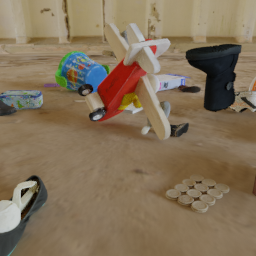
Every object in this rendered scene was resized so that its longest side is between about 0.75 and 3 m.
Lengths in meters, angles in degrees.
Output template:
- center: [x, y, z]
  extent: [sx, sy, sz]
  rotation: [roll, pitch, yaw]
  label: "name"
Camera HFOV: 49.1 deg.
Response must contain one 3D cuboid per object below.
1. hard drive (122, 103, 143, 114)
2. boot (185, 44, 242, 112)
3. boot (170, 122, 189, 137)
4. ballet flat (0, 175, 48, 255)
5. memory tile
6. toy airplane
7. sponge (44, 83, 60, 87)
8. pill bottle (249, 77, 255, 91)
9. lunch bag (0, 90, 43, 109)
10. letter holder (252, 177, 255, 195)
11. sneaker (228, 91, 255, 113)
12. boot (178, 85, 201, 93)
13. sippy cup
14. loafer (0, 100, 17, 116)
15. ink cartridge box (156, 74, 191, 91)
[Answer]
- center: [0.138, -0.714, 10.016]
  extent: [0.684, 0.136, 1.037]
  rotation: [11, 20, 29]
  label: "hard drive"
- center: [2.516, -1.384, 8.222]
  extent: [2.321, 1.950, 0.886]
  rotation: [-20, 29, -39]
  label: "boot"
- center: [1.268, -0.005, 7.624]
  extent: [0.596, 0.290, 0.791]
  rotation: [13, 28, 33]
  label: "boot"
- center: [-1.565, 1.116, 3.758]
  extent: [0.535, 0.538, 1.572]
  rotation: [3, 19, 5]
  label: "ballet flat"
- center: [1.159, 1.062, 4.664]
  extent: [0.751, 0.082, 0.980]
  rotation: [17, 25, 41]
  label: "memory tile"
- center: [0.196, -1.348, 7.554]
  extent: [2.024, 2.868, 2.856]
  rotation: [-5, 16, -44]
  label: "toy airplane"
- center: [-4.012, -2.263, 14.771]
  extent: [0.816, 0.122, 0.455]
  rotation: [-6, 20, -16]
  label: "sponge"
- center: [5.381, -1.133, 9.614]
  extent: [1.181, 1.181, 2.090]
  rotation: [-16, 25, -40]
  label: "pill bottle"
- center: [-3.948, -1.070, 10.405]
  extent: [1.437, 0.592, 1.155]
  rotation: [-1, 15, -7]
  label: "lunch bag"
- center: [2.794, 0.803, 4.637]
  extent: [1.205, 0.606, 0.857]
  rotation: [-16, 26, -39]
  label: "letter holder"
- center: [3.586, -0.888, 9.648]
  extent: [0.685, 0.744, 1.859]
  rotation: [-9, 9, -39]
  label: "sneaker"
- center: [2.927, -1.905, 13.437]
  extent: [0.935, 0.322, 1.003]
  rotation: [2, 14, 1]
  label: "boot"
- center: [-1.979, -2.449, 12.946]
  extent: [1.779, 1.906, 2.428]
  rotation: [27, 73, 35]
  label: "sippy cup"
- center: [-4.368, -0.725, 9.450]
  extent: [1.375, 0.497, 0.500]
  rotation: [7, 19, 19]
  label: "loafer"
- center: [1.719, -2.348, 14.340]
  extent: [2.711, 0.569, 1.618]
  rotation: [-16, 24, -33]
  label: "ink cartridge box"
